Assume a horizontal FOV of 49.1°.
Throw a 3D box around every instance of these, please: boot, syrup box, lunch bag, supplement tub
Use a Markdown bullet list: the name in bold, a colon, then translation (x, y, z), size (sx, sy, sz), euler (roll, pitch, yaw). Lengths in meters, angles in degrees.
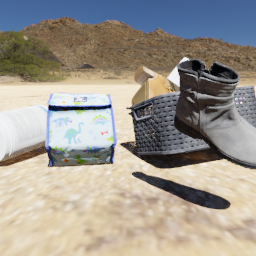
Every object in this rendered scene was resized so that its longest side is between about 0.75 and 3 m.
- **boot**: translation (0.917, -0.140, 2.558), size (1.182, 0.778, 0.412), euler (25, 48, 28)
- **syrup box**: translation (2.072, -0.957, 7.404), size (1.947, 0.793, 0.766), euler (39, 1, 22)
- **boot**: translation (1.321, -1.079, 11.249), size (2.312, 1.142, 2.978), euler (29, 31, -23)
- **lunch bag**: translation (-0.816, -0.090, 4.892), size (1.139, 0.854, 1.339), euler (-1, 53, -10)
- **supplement tub**: translation (-1.975, 0.060, 5.108), size (0.826, 0.826, 1.252), euler (6, 14, 28)

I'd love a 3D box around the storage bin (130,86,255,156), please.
- **storage bin**: translation (1.233, -0.115, 5.209), size (2.070, 0.970, 1.399), euler (-7, -3, -23)
